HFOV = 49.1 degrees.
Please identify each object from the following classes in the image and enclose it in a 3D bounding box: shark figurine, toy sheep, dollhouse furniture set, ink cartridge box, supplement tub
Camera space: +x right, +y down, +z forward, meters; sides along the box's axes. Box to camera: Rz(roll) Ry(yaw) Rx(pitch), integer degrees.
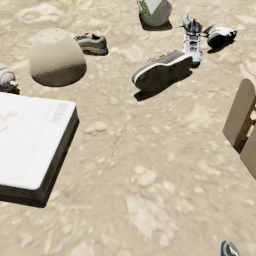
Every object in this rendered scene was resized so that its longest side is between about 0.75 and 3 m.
[{"bbox_3d":[2.547,-4.191,11.062,1.006,0.703,1.684,-21,49,-16],"label":"shark figurine"},{"bbox_3d":[-3.896,-1.452,8.383,1.458,1.005,1.005,22,51,12],"label":"toy sheep"},{"bbox_3d":[3.982,-0.522,6.609,2.738,2.231,2.604,-13,49,-12],"label":"dollhouse furniture set"},{"bbox_3d":[0.548,-3.834,7.948,0.246,1.027,0.747,8,55,40],"label":"ink cartridge box"},{"bbox_3d":[1.032,-5.193,11.543,1.283,1.283,1.774,-5,48,-5],"label":"supplement tub"},{"bbox_3d":[-2.795,0.285,6.963,2.401,0.609,2.725,8,48,6],"label":"ink cartridge box"}]

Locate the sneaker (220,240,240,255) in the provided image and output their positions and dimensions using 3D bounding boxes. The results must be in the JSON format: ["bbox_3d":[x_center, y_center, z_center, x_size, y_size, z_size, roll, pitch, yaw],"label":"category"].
[{"bbox_3d":[1.979,2.530,5.034,0.369,0.432,1.042,-4,48,-6],"label":"sneaker"}]

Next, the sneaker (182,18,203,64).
[{"bbox_3d":[2.237,-3.139,9.679,0.699,1.258,1.799,2,47,2],"label":"sneaker"}]

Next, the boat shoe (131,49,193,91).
[{"bbox_3d":[0.989,-1.862,8.831,2.416,0.861,0.727,-25,50,-30],"label":"boat shoe"}]

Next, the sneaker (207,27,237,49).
[{"bbox_3d":[3.315,-3.399,10.426,1.557,0.577,0.689,-25,52,-33],"label":"sneaker"}]

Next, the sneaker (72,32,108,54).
[{"bbox_3d":[-1.553,-3.158,10.102,1.721,0.682,0.636,8,50,9],"label":"sneaker"}]

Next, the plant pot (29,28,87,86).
[{"bbox_3d":[-2.337,-2.438,9.039,1.890,1.269,1.890,0,47,0],"label":"plant pot"}]
